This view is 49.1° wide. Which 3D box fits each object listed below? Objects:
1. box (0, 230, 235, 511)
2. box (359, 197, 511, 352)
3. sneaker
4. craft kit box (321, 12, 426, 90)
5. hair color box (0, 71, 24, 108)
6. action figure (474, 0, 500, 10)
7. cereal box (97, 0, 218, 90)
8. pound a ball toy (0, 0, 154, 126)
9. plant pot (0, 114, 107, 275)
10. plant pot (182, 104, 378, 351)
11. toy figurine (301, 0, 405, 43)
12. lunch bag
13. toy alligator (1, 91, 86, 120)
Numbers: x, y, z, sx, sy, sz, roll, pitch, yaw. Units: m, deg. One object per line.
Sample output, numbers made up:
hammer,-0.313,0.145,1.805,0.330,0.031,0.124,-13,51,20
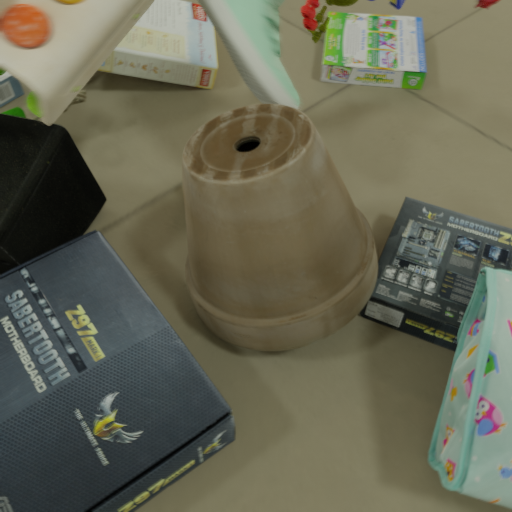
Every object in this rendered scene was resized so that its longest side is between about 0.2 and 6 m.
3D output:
box,-2.363,1.574,7.014,2.791,0.903,3.540,-29,58,-22
box,3.075,0.387,8.083,2.626,0.670,2.071,20,56,15
sneaker,0.275,-3.496,8.005,1.700,1.060,2.882,-29,91,-1
craft kit box,2.484,-4.415,11.933,2.086,0.512,2.112,8,53,3
hair color box,-5.634,-3.598,11.240,1.799,0.545,0.891,34,59,22
action figure,3.034,-3.769,7.552,2.377,0.778,0.614,-19,35,-38
cereal box,-2.445,-4.569,11.459,3.233,0.639,2.326,6,51,-16
pound a ball toy,-2.804,-3.189,6.940,2.025,1.319,3.106,35,71,-8
plant pot,-3.709,-0.761,8.281,2.034,2.029,1.804,11,67,8
plant pot,0.127,-0.534,7.381,2.754,2.390,2.754,-9,45,9
toy figurine,1.602,-3.654,7.806,1.563,2.609,1.376,23,96,10
lunch bag,3.310,1.523,6.240,2.187,1.565,2.567,14,82,11
toy alligator,-4.629,-1.835,9.645,3.842,1.139,1.042,-21,96,-16
